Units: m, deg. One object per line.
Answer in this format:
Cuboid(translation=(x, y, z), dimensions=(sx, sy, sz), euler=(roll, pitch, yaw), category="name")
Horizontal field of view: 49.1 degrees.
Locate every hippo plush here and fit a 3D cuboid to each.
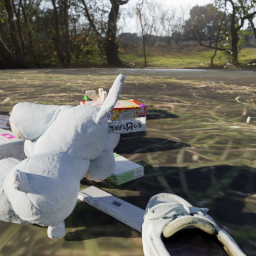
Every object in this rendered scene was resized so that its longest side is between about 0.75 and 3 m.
Cuboid(translation=(-0.986, 0.710, 4.314), dimensions=(2.422, 1.929, 1.947), euler=(-8, 41, 25), category="hippo plush")

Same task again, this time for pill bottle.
Cuboid(translation=(-0.983, 0.104, 7.320), dimensions=(1.433, 0.804, 0.804), euler=(12, 19, 36), category="pill bottle")

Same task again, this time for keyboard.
Cuboid(translation=(-0.225, 1.256, 4.513), dimensions=(1.568, 0.084, 0.441), euler=(14, 15, 41), category="keyboard")

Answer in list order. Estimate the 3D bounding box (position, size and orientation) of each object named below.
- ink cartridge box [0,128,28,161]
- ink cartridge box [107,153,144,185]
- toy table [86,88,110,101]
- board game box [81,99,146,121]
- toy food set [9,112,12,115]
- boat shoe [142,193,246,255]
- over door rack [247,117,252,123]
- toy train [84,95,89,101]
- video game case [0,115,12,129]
Cuboid(translation=(-4.001, 0.475, 6.428), dimensions=(2.708, 0.590, 2.351), euler=(13, 18, 40), category="ink cartridge box")
Cuboid(translation=(-0.243, 0.823, 5.786), dimensions=(0.701, 0.231, 0.963), euler=(-12, 19, -39), category="ink cartridge box")
Cuboid(translation=(-1.059, -1.203, 12.153), dimensions=(1.527, 0.894, 1.404), euler=(-8, 16, -23), category="toy table")
Cuboid(translation=(-0.621, -0.698, 10.927), dimensions=(2.252, 0.521, 1.706), euler=(-4, 15, -16), category="board game box")
Cuboid(translation=(-3.770, -0.320, 9.415), dimensions=(1.063, 0.508, 0.478), euler=(-30, 13, 7), category="toy food set")
Cuboid(translation=(0.735, 1.297, 2.812), dimensions=(0.961, 0.836, 2.606), euler=(-2, 15, -6), category="boat shoe")
Cuboid(translation=(4.953, -0.353, 9.965), dimensions=(1.115, 0.371, 0.824), euler=(-9, 17, -30), category="over door rack")
Cuboid(translation=(-2.204, -1.595, 14.888), dimensions=(0.175, 0.236, 0.838), euler=(-5, 16, -16), category="toy train")
Cuboid(translation=(-3.243, -0.150, 8.088), dimensions=(1.846, 0.233, 2.026), euler=(11, 2, -32), category="video game case")
